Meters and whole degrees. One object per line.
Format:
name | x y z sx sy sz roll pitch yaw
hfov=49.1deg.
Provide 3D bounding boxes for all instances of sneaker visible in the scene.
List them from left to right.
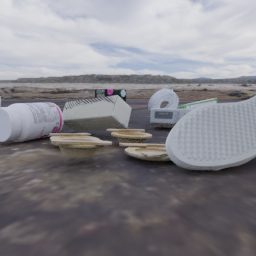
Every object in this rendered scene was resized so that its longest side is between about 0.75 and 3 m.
sneaker | 1.688 0.187 4.562 2.717 1.004 1.113 -15 -29 -25

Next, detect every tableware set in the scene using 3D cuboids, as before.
tableware set | -0.312 0.237 5.086 2.156 0.299 2.581 1 6 -17

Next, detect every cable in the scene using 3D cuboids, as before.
cable | 1.257 -0.829 9.805 1.103 1.103 0.382 -29 39 -6

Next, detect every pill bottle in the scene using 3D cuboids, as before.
pill bottle | -2.253 -0.140 6.328 0.843 0.843 1.488 4 8 28

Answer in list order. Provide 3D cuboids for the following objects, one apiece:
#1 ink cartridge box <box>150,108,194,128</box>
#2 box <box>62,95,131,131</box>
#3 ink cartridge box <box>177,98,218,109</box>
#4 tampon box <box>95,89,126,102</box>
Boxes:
ink cartridge box | 1.706 -0.149 8.773 1.700 0.597 2.092 2 -14 15
box | -0.842 -0.341 7.181 1.751 0.599 0.719 -3 -28 33
ink cartridge box | 2.306 -0.649 10.102 1.679 0.498 0.872 -12 1 -7
tampon box | -0.635 -0.816 10.236 0.907 1.210 0.764 -7 10 -44
